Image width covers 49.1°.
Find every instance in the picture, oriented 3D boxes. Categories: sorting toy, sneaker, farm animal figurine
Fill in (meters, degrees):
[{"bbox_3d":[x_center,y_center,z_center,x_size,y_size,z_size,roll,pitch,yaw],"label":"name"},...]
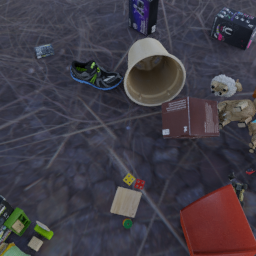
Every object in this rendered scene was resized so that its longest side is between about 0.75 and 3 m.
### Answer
[{"bbox_3d":[-0.059,1.975,7.736,0.712,0.250,1.477,18,89,-17],"label":"sorting toy"},{"bbox_3d":[-1.256,-2.090,10.782,2.155,0.893,0.764,16,57,11],"label":"sneaker"},{"bbox_3d":[3.893,-0.404,8.927,2.522,2.550,1.330,16,35,38],"label":"farm animal figurine"}]

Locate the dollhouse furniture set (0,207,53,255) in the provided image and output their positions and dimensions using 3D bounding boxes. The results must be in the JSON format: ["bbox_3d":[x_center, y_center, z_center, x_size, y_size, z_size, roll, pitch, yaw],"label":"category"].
[{"bbox_3d":[-2.821,3.070,7.079,1.063,0.814,1.622,23,57,16],"label":"dollhouse furniture set"}]

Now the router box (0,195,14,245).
[{"bbox_3d":[-3.680,2.704,6.919,0.625,1.507,2.011,23,57,15],"label":"router box"}]

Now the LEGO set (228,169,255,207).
[{"bbox_3d":[4.376,1.614,8.239,2.749,0.779,1.785,2,63,16],"label":"LEGO set"}]

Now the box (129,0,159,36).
[{"bbox_3d":[0.664,-5.187,12.518,0.680,1.724,1.217,-39,63,-24],"label":"box"}]

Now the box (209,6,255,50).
[{"bbox_3d":[4.696,-4.390,12.328,1.782,1.089,0.945,31,61,21],"label":"box"}]

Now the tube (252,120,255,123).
[{"bbox_3d":[4.753,-0.241,9.796,1.309,0.330,0.507,-33,84,-21],"label":"tube"}]

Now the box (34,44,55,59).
[{"bbox_3d":[-3.608,-3.325,12.114,0.768,0.196,0.605,-17,57,-12],"label":"box"}]

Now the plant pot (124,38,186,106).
[{"bbox_3d":[0.823,-2.245,10.376,2.159,2.159,1.976,-5,42,-4],"label":"plant pot"}]

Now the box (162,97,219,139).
[{"bbox_3d":[1.952,-0.267,8.765,1.393,1.156,1.144,3,83,-36],"label":"box"}]

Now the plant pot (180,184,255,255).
[{"bbox_3d":[2.134,2.577,7.076,1.398,1.586,1.585,-14,55,1],"label":"plant pot"}]
